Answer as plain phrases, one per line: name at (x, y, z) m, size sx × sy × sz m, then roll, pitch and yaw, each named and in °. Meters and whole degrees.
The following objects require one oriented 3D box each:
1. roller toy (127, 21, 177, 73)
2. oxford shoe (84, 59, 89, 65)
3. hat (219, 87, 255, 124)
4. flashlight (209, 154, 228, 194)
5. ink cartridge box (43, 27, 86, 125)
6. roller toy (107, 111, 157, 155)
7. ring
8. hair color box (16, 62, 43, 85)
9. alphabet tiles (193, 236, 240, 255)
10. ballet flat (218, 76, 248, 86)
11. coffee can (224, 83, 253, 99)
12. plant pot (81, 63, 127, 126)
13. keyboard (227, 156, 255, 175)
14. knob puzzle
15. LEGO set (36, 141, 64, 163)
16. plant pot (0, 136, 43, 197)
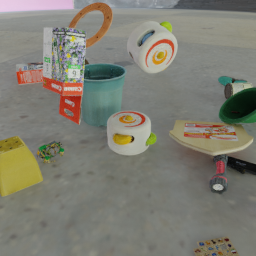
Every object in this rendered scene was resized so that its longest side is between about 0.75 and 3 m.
roller toy at (0.966, -3.082, 10.928) m, size 1.745 × 1.913 × 1.337 m, roll -14°, pitch 48°, yaw -26°
oxford shoe at (-2.865, -3.888, 17.018) m, size 1.012 × 1.175 × 2.784 m, roll -2°, pitch 28°, yaw 0°
hat at (5.207, -0.361, 11.516) m, size 2.318 × 2.040 × 1.920 m, roll -38°, pitch 27°, yaw 6°
flashlight at (2.752, 1.288, 8.477) m, size 0.512 × 0.510 × 1.507 m, roll 7°, pitch 38°, yaw 14°
ink cartridge box at (-2.072, -1.640, 8.817) m, size 0.719 × 2.858 × 1.557 m, roll -6°, pitch 19°, yaw -38°
roller toy at (0.014, 0.107, 9.984) m, size 1.699 × 1.187 × 1.550 m, roll -17°, pitch 34°, yaw -27°
ring at (-1.284, -3.409, 9.385) m, size 1.843 × 0.177 × 1.843 m, roll -12°, pitch 65°, yaw 26°
hair color box at (-5.059, -3.256, 16.236) m, size 2.608 × 0.833 × 1.446 m, roll -9°, pitch 30°, yaw -18°
alphabet tiles at (2.015, 2.863, 6.335) m, size 0.965 × 0.036 × 0.807 m, roll -6°, pitch 31°, yaw -10°
ballet flat at (5.717, -2.435, 15.218) m, size 1.625 × 0.584 × 0.584 m, roll 19°, pitch 35°, yaw 29°
coffee can at (5.409, -1.801, 13.691) m, size 1.109 × 0.812 × 0.812 m, roll -2°, pitch 30°, yaw -5°
plant pot at (-1.140, -1.337, 11.576) m, size 2.163 × 2.118 × 2.163 m, roll 1°, pitch 29°, yaw -1°
keyboard at (3.607, 1.246, 9.050) m, size 1.278 × 0.164 × 0.767 m, roll 16°, pitch 27°, yaw 27°
knob puzzle at (2.900, 0.421, 9.948) m, size 3.183 × 0.441 × 3.183 m, roll 0°, pitch 19°, yaw 0°
LEGO set at (-2.657, 0.876, 9.514) m, size 0.704 × 0.531 × 0.916 m, roll 41°, pitch 45°, yaw 8°
plant pot at (-3.432, 0.992, 8.358) m, size 1.239 × 1.276 × 1.247 m, roll -20°, pitch 35°, yaw -31°
